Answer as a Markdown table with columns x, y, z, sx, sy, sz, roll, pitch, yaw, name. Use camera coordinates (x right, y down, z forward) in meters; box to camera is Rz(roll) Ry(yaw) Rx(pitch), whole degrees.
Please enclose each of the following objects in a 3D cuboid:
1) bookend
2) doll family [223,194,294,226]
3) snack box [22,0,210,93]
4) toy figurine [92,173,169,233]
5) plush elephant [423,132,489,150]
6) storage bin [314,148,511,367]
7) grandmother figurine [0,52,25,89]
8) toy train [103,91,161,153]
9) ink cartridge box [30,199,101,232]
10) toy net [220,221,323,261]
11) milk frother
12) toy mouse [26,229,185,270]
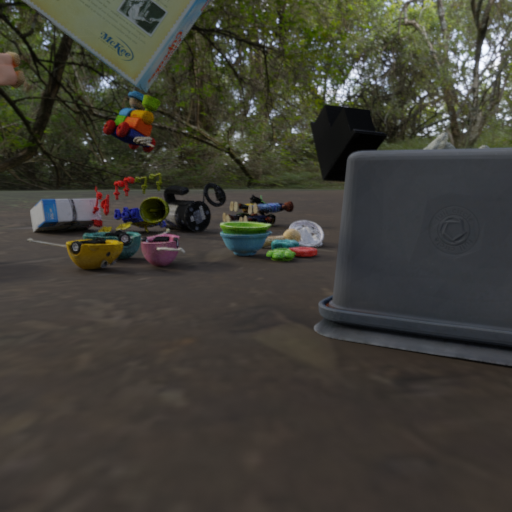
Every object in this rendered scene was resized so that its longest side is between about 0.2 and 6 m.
| x | y | z | sx | sy | sz | roll | pitch | yaw | name |
| --- | --- | --- | --- | --- | --- | --- | --- | --- | --- |
| 1.953 | -2.759 | 12.248 | 0.765 | 1.660 | 1.650 | 1 | -29 | -19 | bookend |
| 0.088 | -1.088 | 13.937 | 1.161 | 0.788 | 2.009 | 0 | 12 | -32 | doll family |
| -1.762 | -3.029 | 5.783 | 2.442 | 1.419 | 0.453 | 37 | 8 | -4 | snack box |
| -2.377 | -1.031 | 12.126 | 2.100 | 1.108 | 1.258 | -9 | -10 | 31 | toy figurine |
| 4.411 | -1.649 | 12.629 | 2.771 | 2.145 | 2.282 | 0 | 8 | 3 | plush elephant |
| 1.698 | -0.101 | 4.448 | 2.184 | 1.467 | 1.589 | 6 | 10 | 31 | storage bin |
| -2.863 | -1.853 | 5.583 | 0.329 | 0.659 | 1.086 | -20 | 1 | 34 | grandmother figurine |
| -1.872 | -2.281 | 9.415 | 0.670 | 0.915 | 1.582 | 26 | -3 | -40 | toy train |
| -4.183 | -0.900 | 12.322 | 1.260 | 0.541 | 0.923 | -4 | -9 | -37 | ink cartridge box |
| 0.575 | -0.337 | 9.352 | 1.376 | 0.507 | 2.623 | 5 | 9 | 32 | toy net |
| -1.436 | -1.119 | 12.754 | 1.186 | 1.070 | 1.115 | -9 | 13 | -41 | milk frother |
| -1.757 | -0.101 | 8.033 | 2.133 | 0.413 | 1.895 | 3 | 9 | 21 | toy mouse |
